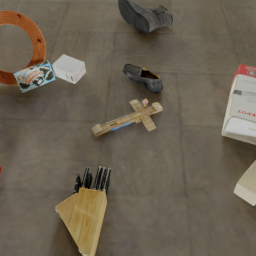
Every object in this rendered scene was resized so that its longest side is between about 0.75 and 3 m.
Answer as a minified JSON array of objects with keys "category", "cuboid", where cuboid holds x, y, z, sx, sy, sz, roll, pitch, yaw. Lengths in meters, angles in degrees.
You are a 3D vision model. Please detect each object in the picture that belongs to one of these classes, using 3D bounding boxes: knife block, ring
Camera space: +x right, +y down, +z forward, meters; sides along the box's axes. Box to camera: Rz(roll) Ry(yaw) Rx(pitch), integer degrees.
[{"category":"knife block","cuboid":[-0.897,2.183,7.772,1.906,0.695,2.171,-30,58,-19]},{"category":"ring","cuboid":[-4.576,-3.050,10.755,2.791,2.791,0.268,-1,11,-1]}]

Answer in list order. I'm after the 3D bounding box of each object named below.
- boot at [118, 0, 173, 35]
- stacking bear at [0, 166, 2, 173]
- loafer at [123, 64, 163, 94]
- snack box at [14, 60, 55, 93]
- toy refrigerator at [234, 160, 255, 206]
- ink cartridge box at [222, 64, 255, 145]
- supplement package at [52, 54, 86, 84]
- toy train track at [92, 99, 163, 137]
[{"category":"boot","cuboid":[0.816,-5.637,13.651,1.793,0.951,2.724,-25,68,-21]},{"category":"stacking bear","cuboid":[-4.528,1.008,8.713,0.724,0.773,1.273,-28,50,-30]},{"category":"loafer","cuboid":[0.592,-2.122,11.019,1.923,0.695,0.700,32,60,22]},{"category":"snack box","cuboid":[-3.584,-1.983,10.819,1.372,0.797,0.255,-28,48,-17]},{"category":"toy refrigerator","cuboid":[3.987,1.425,8.422,0.676,0.623,1.781,34,59,31]},{"category":"ink cartridge box","cuboid":[4.523,-0.767,9.730,1.977,1.116,2.693,17,55,13]},{"category":"supplement package","cuboid":[-2.373,-2.385,11.296,1.031,0.572,0.803,23,56,17]},{"category":"toy train track","cuboid":[0.008,-0.403,9.901,2.676,0.435,1.535,-22,56,-15]}]
